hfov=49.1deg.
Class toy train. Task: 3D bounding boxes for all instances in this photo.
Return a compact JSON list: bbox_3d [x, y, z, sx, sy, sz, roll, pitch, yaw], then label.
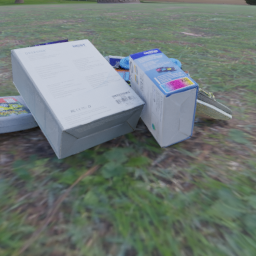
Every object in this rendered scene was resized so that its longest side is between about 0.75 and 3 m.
[{"bbox_3d":[0.701,-1.507,9.323,2.704,1.172,1.545,3,51,3],"label":"toy train"}]

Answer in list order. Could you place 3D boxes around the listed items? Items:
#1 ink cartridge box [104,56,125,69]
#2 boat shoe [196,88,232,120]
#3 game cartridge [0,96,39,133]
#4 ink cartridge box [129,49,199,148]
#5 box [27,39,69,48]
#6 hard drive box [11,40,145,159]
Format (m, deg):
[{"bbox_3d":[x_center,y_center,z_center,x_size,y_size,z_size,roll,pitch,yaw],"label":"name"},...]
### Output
[{"bbox_3d":[-0.338,-2.355,10.992,2.199,0.447,2.203,-3,5,-32],"label":"ink cartridge box"},{"bbox_3d":[2.162,-0.836,8.195,2.007,0.600,0.717,24,-14,1],"label":"boat shoe"},{"bbox_3d":[-3.448,-0.392,7.721,2.474,0.506,1.647,-13,36,-44],"label":"game cartridge"},{"bbox_3d":[0.747,-0.949,7.374,0.930,1.662,2.435,-18,44,-16],"label":"ink cartridge box"},{"bbox_3d":[-2.349,-1.702,8.905,1.350,1.913,0.754,-26,19,-35],"label":"box"},{"bbox_3d":[-1.384,-0.945,7.363,2.290,1.128,2.938,-19,58,-32],"label":"hard drive box"}]
